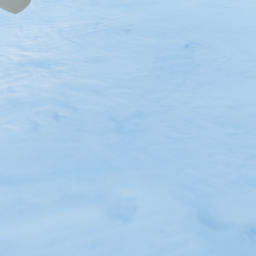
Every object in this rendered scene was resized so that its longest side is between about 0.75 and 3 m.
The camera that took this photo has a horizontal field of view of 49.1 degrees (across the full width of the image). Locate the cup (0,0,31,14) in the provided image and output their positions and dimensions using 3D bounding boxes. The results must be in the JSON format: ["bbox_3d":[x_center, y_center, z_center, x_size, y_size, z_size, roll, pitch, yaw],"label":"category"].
[{"bbox_3d":[-3.557,-4.109,8.523,1.393,0.996,1.393,-19,47,21],"label":"cup"}]
